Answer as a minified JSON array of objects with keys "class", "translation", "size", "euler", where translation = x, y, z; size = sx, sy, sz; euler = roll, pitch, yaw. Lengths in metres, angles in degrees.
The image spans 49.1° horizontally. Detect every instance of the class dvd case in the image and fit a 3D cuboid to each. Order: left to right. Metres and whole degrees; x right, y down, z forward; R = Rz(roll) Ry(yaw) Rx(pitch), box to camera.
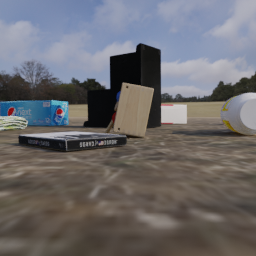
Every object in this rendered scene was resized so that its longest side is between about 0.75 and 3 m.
[{"class":"dvd case","translation":[-0.759,0.155,3.720],"size":[0.913,0.150,1.215],"euler":[-3,3,-44]}]

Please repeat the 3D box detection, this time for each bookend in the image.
[{"class":"bookend","translation":[-0.236,-1.220,9.012],"size":[2.429,2.413,1.119],"euler":[1,3,37]}]

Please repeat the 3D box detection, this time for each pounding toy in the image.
[{"class":"pounding toy","translation":[-0.017,-0.276,5.320],"size":[0.785,1.016,1.104],"euler":[12,3,1]}]

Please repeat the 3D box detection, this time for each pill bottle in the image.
[{"class":"pill bottle","translation":[2.464,-0.289,5.842],"size":[0.841,0.841,1.613],"euler":[0,3,10]}]

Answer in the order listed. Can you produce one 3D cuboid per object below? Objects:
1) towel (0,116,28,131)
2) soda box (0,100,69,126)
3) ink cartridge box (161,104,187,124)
[{"class":"towel","translation":[-3.716,-0.138,7.365],"size":[1.639,0.395,1.403],"euler":[0,2,14]},{"class":"soda box","translation":[-3.731,-0.569,10.819],"size":[2.883,0.925,0.978],"euler":[2,3,27]},{"class":"ink cartridge box","translation":[1.487,-0.626,12.666],"size":[1.499,0.870,2.031],"euler":[-1,5,-23]}]
